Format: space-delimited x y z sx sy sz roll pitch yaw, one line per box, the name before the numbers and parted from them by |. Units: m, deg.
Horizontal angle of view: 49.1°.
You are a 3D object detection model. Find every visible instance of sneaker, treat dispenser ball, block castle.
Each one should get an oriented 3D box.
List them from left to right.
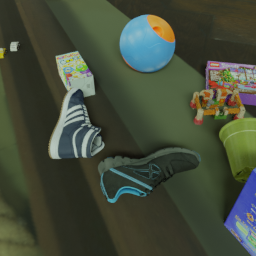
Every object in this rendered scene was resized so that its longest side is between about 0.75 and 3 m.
sneaker | -1.321 -0.167 8.397 1.399 0.904 2.579 3 53 9
treat dispenser ball | 0.726 -3.135 10.506 2.072 2.072 2.072 0 46 0
sneaker | 0.600 1.226 7.196 2.648 0.969 1.084 -11 58 0
block castle | 2.847 -0.632 9.017 1.563 0.733 1.044 -3 51 0

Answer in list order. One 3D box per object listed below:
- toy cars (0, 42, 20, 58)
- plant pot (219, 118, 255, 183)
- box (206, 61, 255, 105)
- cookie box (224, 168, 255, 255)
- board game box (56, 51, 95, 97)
toy cars | -5.136 -3.407 11.966 0.590 0.291 1.317 27 52 23
plant pot | 3.038 0.651 7.032 1.344 1.344 1.276 5 53 5
box | 4.142 -1.610 10.072 2.605 0.509 1.783 7 47 7
cookie box | 3.101 1.945 5.446 0.846 2.250 1.925 -24 51 -22
board game box | -1.914 -1.915 10.121 0.867 0.882 1.682 -18 48 -17
